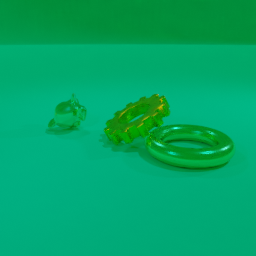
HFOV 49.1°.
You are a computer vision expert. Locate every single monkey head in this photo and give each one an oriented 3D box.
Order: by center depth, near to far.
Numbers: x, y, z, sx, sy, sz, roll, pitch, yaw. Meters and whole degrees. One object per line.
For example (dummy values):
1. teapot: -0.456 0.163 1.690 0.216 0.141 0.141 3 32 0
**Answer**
1. monkey head: -1.582 -0.469 7.428 0.783 1.299 0.935 20 38 -40

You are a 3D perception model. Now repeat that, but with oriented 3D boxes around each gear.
1. gear: 0.203 -0.234 6.673 1.628 0.301 1.628 -26 23 12

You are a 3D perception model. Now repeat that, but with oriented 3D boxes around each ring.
1. ring: 1.302 0.334 6.018 1.904 0.381 1.904 0 18 0
